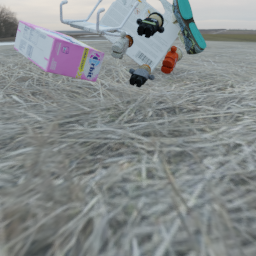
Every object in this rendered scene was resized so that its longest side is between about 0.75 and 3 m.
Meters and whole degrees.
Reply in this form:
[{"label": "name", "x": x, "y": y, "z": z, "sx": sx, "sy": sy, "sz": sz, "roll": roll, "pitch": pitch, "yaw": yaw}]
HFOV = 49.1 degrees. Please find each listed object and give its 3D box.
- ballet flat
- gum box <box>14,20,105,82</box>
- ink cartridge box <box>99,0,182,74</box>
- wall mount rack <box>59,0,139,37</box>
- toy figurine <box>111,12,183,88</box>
[{"label": "ballet flat", "x": 2.019, "y": -3.778, "z": 10.194, "sx": 0.888, "sy": 2.391, "sz": 0.888, "roll": -22, "pitch": 2, "yaw": 1}, {"label": "gum box", "x": -1.775, "y": -1.920, "z": 6.859, "sx": 1.286, "sy": 0.749, "sz": 2.266, "roll": 4, "pitch": 23, "yaw": -43}, {"label": "ink cartridge box", "x": 0.574, "y": -4.105, "z": 11.276, "sx": 2.947, "sy": 2.558, "sz": 0.642, "roll": 39, "pitch": 13, "yaw": 0}, {"label": "wall mount rack", "x": -0.933, "y": -3.861, "z": 9.514, "sx": 2.647, "sy": 0.987, "sz": 2.300, "roll": 22, "pitch": 33, "yaw": 24}, {"label": "toy figurine", "x": 0.470, "y": -1.927, "z": 7.023, "sx": 1.481, "sy": 1.504, "sz": 1.047, "roll": -24, "pitch": 22, "yaw": 37}]
